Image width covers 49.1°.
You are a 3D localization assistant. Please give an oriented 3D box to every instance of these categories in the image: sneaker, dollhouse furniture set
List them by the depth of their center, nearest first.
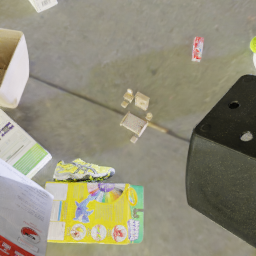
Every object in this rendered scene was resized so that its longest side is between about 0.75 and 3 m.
[{"bbox_3d":[-1.155,1.096,7.354,1.597,0.602,0.610,-2,68,-2],"label":"sneaker"},{"bbox_3d":[0.079,-0.383,7.966,1.044,0.598,1.224,30,70,12],"label":"dollhouse furniture set"}]

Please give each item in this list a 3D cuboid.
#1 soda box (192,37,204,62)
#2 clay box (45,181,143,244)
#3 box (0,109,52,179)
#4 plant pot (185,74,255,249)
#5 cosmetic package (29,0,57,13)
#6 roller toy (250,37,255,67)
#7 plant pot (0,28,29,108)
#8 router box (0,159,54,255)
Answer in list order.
[{"bbox_3d":[2.255,-2.547,9.048,0.282,0.255,0.805,10,68,4],"label":"soda box"},{"bbox_3d":[-0.857,2.100,6.934,2.461,0.586,1.414,2,67,1],"label":"clay box"},{"bbox_3d":[-3.439,0.643,7.659,2.230,0.405,1.609,39,73,16],"label":"box"},{"bbox_3d":[2.235,0.446,4.463,2.213,1.963,2.208,-43,42,-19],"label":"plant pot"},{"bbox_3d":[-3.248,-4.908,9.863,0.824,0.557,1.567,-33,71,-13],"label":"cosmetic package"},{"bbox_3d":[4.867,-2.292,8.347,1.934,1.351,1.764,-8,68,-3],"label":"roller toy"},{"bbox_3d":[-3.828,-1.561,7.885,1.867,1.655,1.870,10,69,4],"label":"plant pot"},{"bbox_3d":[-2.627,1.071,4.463,2.895,2.598,0.707,41,91,-16],"label":"router box"}]
